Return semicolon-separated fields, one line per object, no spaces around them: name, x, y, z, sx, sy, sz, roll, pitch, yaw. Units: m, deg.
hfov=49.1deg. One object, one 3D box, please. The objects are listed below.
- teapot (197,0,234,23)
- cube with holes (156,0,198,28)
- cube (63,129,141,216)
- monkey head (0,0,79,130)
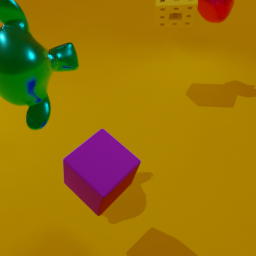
teapot;2.620;-3.765;8.214;0.906;1.851;1.151;-41;71;-6
cube with holes;1.321;-3.598;7.858;1.079;1.079;1.079;0;79;6
cube;-0.384;0.620;3.915;0.739;0.739;0.739;40;57;16
monkey head;-1.485;-1.035;4.497;1.427;1.983;1.195;-15;15;-11
